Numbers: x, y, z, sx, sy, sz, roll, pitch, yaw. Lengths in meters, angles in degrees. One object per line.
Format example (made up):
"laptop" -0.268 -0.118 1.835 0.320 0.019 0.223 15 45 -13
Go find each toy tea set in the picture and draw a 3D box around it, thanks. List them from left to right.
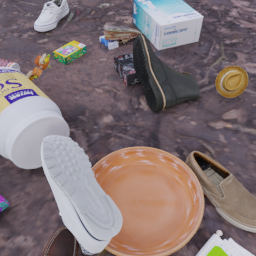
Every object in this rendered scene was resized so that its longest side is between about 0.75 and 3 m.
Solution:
"toy tea set" -2.818 -1.713 8.898 1.347 0.498 0.801 -59 35 -1

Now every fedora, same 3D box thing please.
"fedora" 3.231 -1.434 8.618 1.026 1.026 0.419 6 5 5

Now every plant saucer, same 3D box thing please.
"plant saucer" 0.292 1.598 6.291 2.709 0.507 2.709 0 47 0

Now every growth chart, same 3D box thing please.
"growth chart" 2.158 2.845 5.367 1.793 0.159 1.297 28 53 26

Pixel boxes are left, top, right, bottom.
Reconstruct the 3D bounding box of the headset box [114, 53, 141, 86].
"headset box" 0.205 -2.068 9.863 1.007 0.523 1.353 -17 49 -16

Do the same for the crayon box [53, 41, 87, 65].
"crayon box" -2.233 -2.932 10.830 0.679 0.333 1.143 29 52 25

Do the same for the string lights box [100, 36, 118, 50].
"string lights box" -0.784 -3.531 11.478 0.415 0.238 0.809 -26 51 -23

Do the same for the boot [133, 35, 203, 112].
"boot" 1.236 -1.843 9.051 1.734 0.971 2.507 -12 81 -19

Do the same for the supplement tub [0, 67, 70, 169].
"supplement tub" -2.829 -0.292 7.238 1.799 1.799 2.474 -32 54 -27

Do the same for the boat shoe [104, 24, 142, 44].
"boat shoe" -0.227 -3.808 11.487 1.799 0.646 0.681 -5 29 -32

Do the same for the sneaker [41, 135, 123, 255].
"sneaker" -1.125 1.228 5.472 0.952 1.004 2.493 -9 54 -39

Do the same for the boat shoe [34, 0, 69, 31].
"boat shoe" -3.532 -5.293 12.756 0.958 0.851 2.605 9 47 9

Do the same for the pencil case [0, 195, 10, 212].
"pencil case" -3.256 1.901 5.946 0.576 0.626 1.354 48 59 -1

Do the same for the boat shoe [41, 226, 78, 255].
"boat shoe" -1.338 2.708 5.038 0.709 0.708 2.014 20 47 -9

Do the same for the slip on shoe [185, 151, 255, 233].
"slip on shoe" 2.241 1.372 6.402 0.873 0.696 2.296 -28 52 -24

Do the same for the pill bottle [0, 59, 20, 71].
"pill bottle" -4.360 -2.123 9.909 0.936 0.535 0.535 17 48 15

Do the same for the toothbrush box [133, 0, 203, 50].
"toothbrush box" 1.595 -4.593 11.877 1.939 1.130 2.649 -17 48 -16
